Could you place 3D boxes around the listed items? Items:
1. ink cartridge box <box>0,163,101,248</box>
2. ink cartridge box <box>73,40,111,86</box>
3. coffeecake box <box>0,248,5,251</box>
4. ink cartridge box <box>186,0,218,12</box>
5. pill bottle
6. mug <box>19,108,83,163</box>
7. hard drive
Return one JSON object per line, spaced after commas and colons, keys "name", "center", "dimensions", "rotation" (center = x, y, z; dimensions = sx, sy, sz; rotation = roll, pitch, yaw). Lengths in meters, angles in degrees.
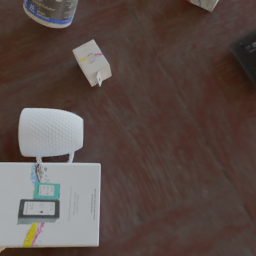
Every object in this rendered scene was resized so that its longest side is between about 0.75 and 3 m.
{"name": "ink cartridge box", "center": [-1.961, 1.931, 6.896], "dimensions": [2.508, 1.840, 1.831], "rotation": [1, 69, -5]}
{"name": "ink cartridge box", "center": [-1.088, -1.991, 8.911], "dimensions": [0.758, 0.778, 1.210], "rotation": [-30, 75, -6]}
{"name": "coffeecake box", "center": [-3.464, 2.948, 7.525], "dimensions": [0.809, 0.295, 0.621], "rotation": [-34, 75, -11]}
{"name": "ink cartridge box", "center": [2.723, -4.859, 9.861], "dimensions": [1.145, 0.828, 0.832], "rotation": [29, 74, 9]}
{"name": "pill bottle", "center": [-2.142, -4.751, 8.573], "dimensions": [1.641, 2.885, 1.641], "rotation": [17, 43, -17]}
{"name": "mug", "center": [-2.102, 0.363, 7.959], "dimensions": [1.602, 1.349, 1.828], "rotation": [1, 98, -6]}
{"name": "hard drive", "center": [4.320, -2.203, 9.008], "dimensions": [1.352, 0.424, 2.005], "rotation": [-28, 71, 10]}
